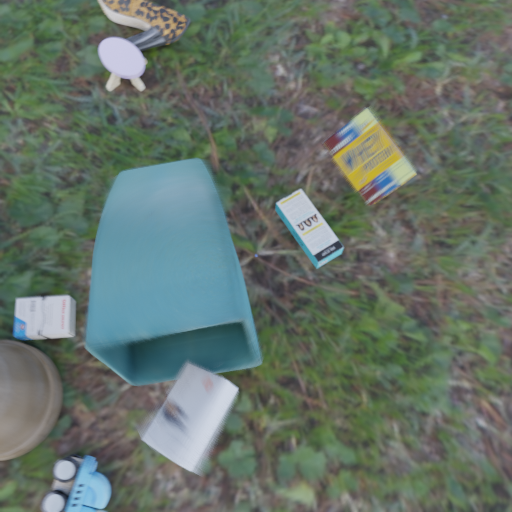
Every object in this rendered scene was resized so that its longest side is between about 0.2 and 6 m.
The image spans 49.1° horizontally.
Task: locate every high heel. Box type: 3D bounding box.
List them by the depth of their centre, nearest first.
[{"bbox_3d":[-2.428,-5.393,11.665,1.647,0.825,2.311,-19,88,0],"label":"high heel"}]

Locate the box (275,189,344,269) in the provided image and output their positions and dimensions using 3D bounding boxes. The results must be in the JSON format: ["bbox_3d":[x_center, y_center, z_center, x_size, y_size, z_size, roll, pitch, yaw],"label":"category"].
[{"bbox_3d":[0.962,-0.505,10.261,0.572,0.342,1.391,-30,73,-10],"label":"box"}]

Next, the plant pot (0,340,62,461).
[{"bbox_3d":[-4.207,2.156,8.627,1.943,1.686,1.943,0,71,-1],"label":"plant pot"}]

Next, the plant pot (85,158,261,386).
[{"bbox_3d":[-1.297,0.163,9.084,2.209,2.210,3.127,-9,62,2],"label":"plant pot"}]

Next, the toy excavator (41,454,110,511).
[{"bbox_3d":[-2.477,3.896,8.579,1.492,0.745,1.451,16,72,-4],"label":"toy excavator"}]

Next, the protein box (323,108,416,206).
[{"bbox_3d":[2.033,-1.712,9.869,0.927,1.374,1.364,-37,86,18],"label":"protein box"}]

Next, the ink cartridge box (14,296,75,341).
[{"bbox_3d":[-3.636,1.077,9.675,0.926,0.398,0.678,-3,71,-2],"label":"ink cartridge box"}]

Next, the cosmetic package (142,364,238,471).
[{"bbox_3d":[-1.016,2.414,8.536,1.024,0.351,1.359,9,62,46],"label":"cosmetic package"}]

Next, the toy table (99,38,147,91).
[{"bbox_3d":[-2.655,-3.801,11.267,1.004,0.640,1.092,-32,73,-10],"label":"toy table"}]
